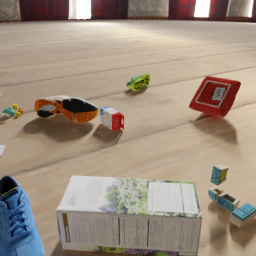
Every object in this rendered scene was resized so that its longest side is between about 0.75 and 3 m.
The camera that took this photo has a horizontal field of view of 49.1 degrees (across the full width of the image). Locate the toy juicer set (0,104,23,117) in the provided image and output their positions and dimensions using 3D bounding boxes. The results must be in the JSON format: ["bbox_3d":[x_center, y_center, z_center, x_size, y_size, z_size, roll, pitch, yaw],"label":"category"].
[{"bbox_3d":[-4.464,-0.555,10.677,0.662,0.283,1.040,29,31,14],"label":"toy juicer set"}]

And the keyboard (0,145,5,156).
[{"bbox_3d":[-4.783,0.747,8.194,2.149,0.115,0.605,-4,22,-9],"label":"keyboard"}]

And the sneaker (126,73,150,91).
[{"bbox_3d":[0.535,-2.359,13.857,0.711,0.630,1.701,21,33,29],"label":"sneaker"}]

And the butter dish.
[{"bbox_3d":[3.426,-1.025,10.732,1.566,1.160,1.570,21,76,43],"label":"butter dish"}]

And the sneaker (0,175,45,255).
[{"bbox_3d":[-2.129,1.760,5.216,0.776,0.923,2.355,-11,30,-26],"label":"sneaker"}]

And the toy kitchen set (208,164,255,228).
[{"bbox_3d":[2.180,1.391,5.969,0.614,0.835,1.042,-14,29,-37],"label":"toy kitchen set"}]

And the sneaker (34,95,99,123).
[{"bbox_3d":[-2.193,-0.874,10.590,2.483,0.940,1.142,9,23,14],"label":"sneaker"}]

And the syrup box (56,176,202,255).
[{"bbox_3d":[0.034,1.638,5.296,2.509,1.022,0.988,1,27,5],"label":"syrup box"}]

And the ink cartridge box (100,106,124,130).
[{"bbox_3d":[-0.559,-0.319,9.766,0.339,0.587,1.010,-20,32,-34],"label":"ink cartridge box"}]
